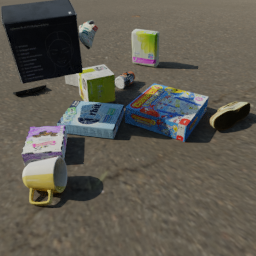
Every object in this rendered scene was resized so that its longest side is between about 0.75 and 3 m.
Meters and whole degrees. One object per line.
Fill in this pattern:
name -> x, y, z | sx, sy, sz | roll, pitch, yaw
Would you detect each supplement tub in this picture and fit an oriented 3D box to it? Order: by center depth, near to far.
supplement tub -> -0.130, -2.577, 14.928 | 0.683, 0.683, 1.114 | 19, 38, 26

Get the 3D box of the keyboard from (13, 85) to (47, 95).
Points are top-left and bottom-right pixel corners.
keyboard -> -4.996, -1.868, 14.357 | 1.640, 0.325, 0.854 | -21, 16, -26

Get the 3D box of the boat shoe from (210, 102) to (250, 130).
boat shoe -> 4.230, -0.555, 11.941 | 2.298, 0.851, 0.763 | -19, 26, -29

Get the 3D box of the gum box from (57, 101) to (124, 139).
gum box -> -1.507, -0.407, 11.870 | 2.341, 0.522, 1.989 | 6, 35, 9

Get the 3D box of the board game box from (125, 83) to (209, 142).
board game box -> 1.733, -0.811, 12.219 | 2.730, 0.779, 2.788 | 18, 38, 24

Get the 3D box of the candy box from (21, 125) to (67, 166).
candy box -> -3.010, 0.606, 10.309 | 1.376, 0.587, 1.640 | -3, 34, -5

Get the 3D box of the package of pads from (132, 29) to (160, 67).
package of pads -> 1.044, -4.855, 17.011 | 1.629, 2.109, 0.719 | 16, 40, 22

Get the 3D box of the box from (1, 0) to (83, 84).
box -> -3.068, -3.186, 10.324 | 2.411, 2.370, 1.494 | -13, 49, -14

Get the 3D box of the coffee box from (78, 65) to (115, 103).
coffee box -> -1.517, -2.061, 13.505 | 1.411, 1.409, 1.396 | -15, 37, -21

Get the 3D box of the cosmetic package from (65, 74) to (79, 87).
cosmetic package -> -2.407, -2.671, 15.017 | 1.755, 0.744, 0.944 | 14, 35, 23

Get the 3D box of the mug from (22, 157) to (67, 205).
mug -> -2.627, 1.533, 8.591 | 1.121, 1.094, 1.366 | -4, 27, 8

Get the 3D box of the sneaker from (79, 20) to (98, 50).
sneaker -> -1.529, -3.769, 11.110 | 0.697, 0.525, 1.491 | -29, 49, 19
